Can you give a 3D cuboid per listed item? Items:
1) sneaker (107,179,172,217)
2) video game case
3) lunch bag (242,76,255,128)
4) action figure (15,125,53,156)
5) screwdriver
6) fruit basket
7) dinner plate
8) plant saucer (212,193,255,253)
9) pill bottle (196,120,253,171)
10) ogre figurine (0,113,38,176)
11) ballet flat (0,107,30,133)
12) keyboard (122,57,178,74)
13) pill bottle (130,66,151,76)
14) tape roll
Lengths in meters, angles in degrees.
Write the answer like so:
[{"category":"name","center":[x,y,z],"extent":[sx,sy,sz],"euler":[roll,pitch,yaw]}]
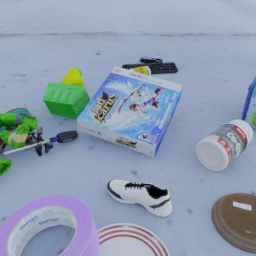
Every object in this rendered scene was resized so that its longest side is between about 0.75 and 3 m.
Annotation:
[{"category":"sneaker","center":[0.289,1.605,7.179],"extent":[1.800,0.720,0.664],"euler":[13,38,21]},{"category":"video game case","center":[0.161,-0.720,9.655],"extent":[2.714,0.681,2.995],"euler":[18,52,14]},{"category":"lunch bag","center":[5.093,-1.223,10.097],"extent":[1.025,1.998,2.485],"euler":[27,44,33]},{"category":"action figure","center":[-3.108,0.262,8.999],"extent":[1.598,0.816,0.950],"euler":[26,24,31]},{"category":"screwdriver","center":[-2.573,0.442,8.658],"extent":[0.367,0.352,2.521],"euler":[-21,-3,40]},{"category":"fruit basket","center":[-2.172,-1.366,10.701],"extent":[1.846,1.331,1.846],"euler":[-9,47,10]},{"category":"dinner plate","center":[-0.103,2.875,5.752],"extent":[2.048,0.248,2.048],"euler":[-1,35,0]},{"category":"plant saucer","center":[2.907,2.182,6.754],"extent":[1.705,0.251,1.705],"euler":[-1,34,0]},{"category":"pill bottle","center":[2.993,0.461,8.526],"extent":[1.793,1.021,1.021],"euler":[-29,44,-35]},{"category":"ogre figurine","center":[-4.115,0.484,8.310],"extent":[1.672,1.368,2.788],"euler":[20,72,10]},{"category":"ballet flat","center":[-4.380,-0.155,9.746],"extent":[0.682,0.736,2.089],"euler":[5,30,29]},{"category":"keyboard","center":[1.068,-3.269,14.337],"extent":[2.808,0.556,1.462],"euler":[-3,35,-7]},{"category":"pill bottle","center":[0.400,-2.465,13.049],"extent":[1.192,0.672,0.672],"euler":[-15,38,-21]},{"category":"tape roll","center":[-1.678,2.391,5.819],"extent":[2.081,0.683,2.081],"euler":[-6,33,4]}]
